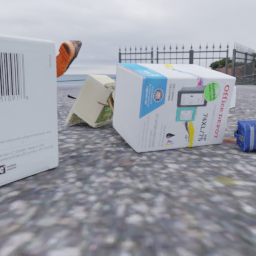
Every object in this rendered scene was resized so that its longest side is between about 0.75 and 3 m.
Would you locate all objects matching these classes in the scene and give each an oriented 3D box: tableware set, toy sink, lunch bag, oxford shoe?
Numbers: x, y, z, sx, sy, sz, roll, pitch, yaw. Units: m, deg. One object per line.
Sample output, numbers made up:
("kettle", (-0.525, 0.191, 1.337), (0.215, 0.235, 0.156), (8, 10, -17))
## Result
("tableware set", (0.018, -0.638, 8.910), (0.551, 1.817, 2.749), (-37, 0, 20))
("toy sink", (-0.994, -0.679, 8.971), (1.011, 1.804, 1.176), (36, 19, 14))
("lunch bag", (2.713, 0.153, 6.235), (0.604, 0.621, 0.913), (2, 11, 8))
("oxford shoe", (-1.686, -1.866, 7.690), (0.545, 0.533, 1.495), (-36, 4, -39))

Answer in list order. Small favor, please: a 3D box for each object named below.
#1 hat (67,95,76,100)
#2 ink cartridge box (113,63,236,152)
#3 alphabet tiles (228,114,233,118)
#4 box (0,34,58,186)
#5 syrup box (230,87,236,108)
("hat", (-1.863, -0.994, 12.174), (1.696, 0.684, 1.696), (8, 2, 0))
("ink cartridge box", (0.994, -0.579, 6.653), (2.252, 1.652, 1.644), (-5, 23, -22))
("alphabet tiles", (2.562, -0.439, 10.767), (2.152, 0.097, 2.575), (8, 13, 35))
("box", (-2.373, -0.279, 4.239), (1.450, 2.219, 2.207), (10, 15, 33))
("syrup box", (4.245, -1.429, 13.371), (1.036, 1.071, 2.630), (7, 12, 36))
